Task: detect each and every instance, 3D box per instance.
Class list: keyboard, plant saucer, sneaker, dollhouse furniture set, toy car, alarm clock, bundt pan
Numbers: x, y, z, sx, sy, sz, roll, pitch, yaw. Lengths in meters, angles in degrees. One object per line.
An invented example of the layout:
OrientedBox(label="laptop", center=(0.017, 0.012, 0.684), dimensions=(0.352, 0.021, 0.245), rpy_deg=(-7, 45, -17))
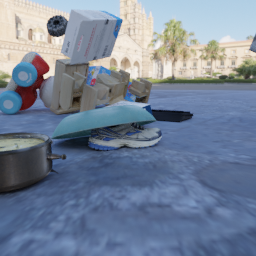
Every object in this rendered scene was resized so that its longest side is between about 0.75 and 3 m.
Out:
OrientedBox(label="keyboard", center=(0.532, -0.472, 8.973), dimensions=(2.755, 0.353, 1.654), rpy_deg=(5, 10, 31))
OrientedBox(label="plant saucer", center=(-0.451, -0.114, 5.129), dimensions=(1.922, 0.345, 1.922), rpy_deg=(-11, -3, -1))
OrientedBox(label="sneaker", center=(0.008, 0.034, 4.934), dimensions=(1.420, 0.605, 0.547), rpy_deg=(-4, 10, -29))
OrientedBox(label="dollhouse furniture set", center=(-1.202, -1.007, 9.462), dimensions=(2.893, 1.882, 2.657), rpy_deg=(29, 30, 31))
OrientedBox(label="toy car", center=(-3.276, -1.370, 10.962), dimensions=(2.636, 2.331, 2.429), rpy_deg=(29, 16, -21))
OrientedBox(label="alarm clock", center=(-1.541, 0.376, 3.092), dimensions=(1.555, 0.518, 1.049), rpy_deg=(-2, 10, -24))
OrientedBox(label="bundt pan", center=(-2.295, -3.351, 9.080), dimensions=(0.796, 0.796, 0.299), rpy_deg=(1, -22, 9))

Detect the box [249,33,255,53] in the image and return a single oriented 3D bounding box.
OrientedBox(label="box", center=(3.637, -1.969, 5.435), dimensions=(1.960, 1.552, 0.474), rpy_deg=(34, 23, 36))

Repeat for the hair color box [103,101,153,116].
OrientedBox(label="hair color box", center=(-0.049, -0.389, 7.582), dimensions=(0.737, 0.446, 1.474), rpy_deg=(-21, 19, -25))

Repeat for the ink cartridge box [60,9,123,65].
OrientedBox(label="ink cartridge box", center=(-0.914, -2.146, 6.520), dimensions=(0.606, 1.037, 1.787), rpy_deg=(31, 30, 14))

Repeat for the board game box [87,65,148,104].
OrientedBox(label="board game box", center=(-1.007, -1.678, 11.930), dimensions=(2.761, 0.788, 2.820), rpy_deg=(22, -8, -42))
